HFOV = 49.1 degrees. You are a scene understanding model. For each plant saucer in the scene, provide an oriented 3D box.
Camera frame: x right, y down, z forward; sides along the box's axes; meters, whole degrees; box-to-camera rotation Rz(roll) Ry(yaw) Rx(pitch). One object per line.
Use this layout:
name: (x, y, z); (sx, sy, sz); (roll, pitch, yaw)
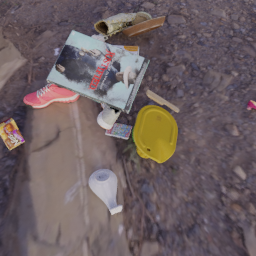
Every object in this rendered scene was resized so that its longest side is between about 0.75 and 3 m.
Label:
plant saucer: (0.823, -5.000, 13.986); (2.241, 0.386, 2.241); (-18, 12, 4)

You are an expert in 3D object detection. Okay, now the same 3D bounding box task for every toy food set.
toy food set: (0.893, 0.107, 10.051); (1.601, 0.889, 2.721); (25, 52, -10)

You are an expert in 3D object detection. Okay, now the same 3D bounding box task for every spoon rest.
spoon rest: (-0.650, 1.953, 8.661); (0.911, 0.556, 1.834); (-15, 38, -14)

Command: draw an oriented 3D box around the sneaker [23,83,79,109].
sneaker: (-3.118, -1.474, 11.227); (2.232, 0.968, 0.823); (-13, 50, -10)

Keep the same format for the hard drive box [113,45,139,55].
hard drive box: (-0.322, -2.825, 12.532); (1.532, 0.755, 1.966); (3, 50, 4)

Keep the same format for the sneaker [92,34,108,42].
sneaker: (-1.495, -4.532, 14.253); (1.014, 0.380, 0.505); (-31, 56, -24)

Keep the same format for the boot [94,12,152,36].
boot: (-0.234, -5.207, 14.090); (2.558, 0.922, 1.978); (20, 39, 37)

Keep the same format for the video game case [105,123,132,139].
video game case: (-0.344, 0.086, 10.472); (0.870, 0.076, 0.622); (12, 50, 10)

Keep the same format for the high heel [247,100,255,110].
high heel: (5.188, -0.899, 11.090); (0.883, 0.424, 0.297); (9, 50, 8)

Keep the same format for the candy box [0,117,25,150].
candy box: (-4.087, 0.208, 9.733); (0.593, 1.017, 0.287); (-34, 43, -27)

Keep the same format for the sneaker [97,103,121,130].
sneaker: (-0.512, -0.892, 10.434); (0.790, 0.960, 2.088); (30, 38, -24)

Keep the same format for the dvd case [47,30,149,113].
dvd case: (-0.964, -1.945, 9.516); (2.905, 0.320, 2.121); (22, 73, 0)
